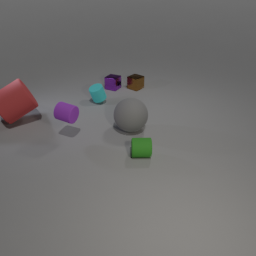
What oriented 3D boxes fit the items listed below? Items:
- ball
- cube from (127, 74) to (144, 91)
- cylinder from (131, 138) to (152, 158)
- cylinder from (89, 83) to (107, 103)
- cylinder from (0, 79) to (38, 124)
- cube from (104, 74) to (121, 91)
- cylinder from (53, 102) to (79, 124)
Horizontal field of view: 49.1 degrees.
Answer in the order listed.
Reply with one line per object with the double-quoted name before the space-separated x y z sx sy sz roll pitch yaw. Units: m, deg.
"ball" 0.117 -0.531 11.363 1.400 1.400 1.400 0 30 0
"cube" 0.429 -2.538 15.558 0.700 0.700 0.700 23 37 34
"cylinder" 0.478 0.696 9.978 0.700 0.700 0.700 -1 30 -2
"cylinder" -1.488 -1.713 13.769 0.700 0.700 0.700 -12 41 11
"cylinder" -4.768 -1.122 11.789 1.400 1.400 1.400 -35 38 -7
"cube" -0.832 -2.531 15.544 0.700 0.700 0.700 14 33 23
"cylinder" -2.315 -0.578 10.551 0.700 0.700 0.700 17 34 18
